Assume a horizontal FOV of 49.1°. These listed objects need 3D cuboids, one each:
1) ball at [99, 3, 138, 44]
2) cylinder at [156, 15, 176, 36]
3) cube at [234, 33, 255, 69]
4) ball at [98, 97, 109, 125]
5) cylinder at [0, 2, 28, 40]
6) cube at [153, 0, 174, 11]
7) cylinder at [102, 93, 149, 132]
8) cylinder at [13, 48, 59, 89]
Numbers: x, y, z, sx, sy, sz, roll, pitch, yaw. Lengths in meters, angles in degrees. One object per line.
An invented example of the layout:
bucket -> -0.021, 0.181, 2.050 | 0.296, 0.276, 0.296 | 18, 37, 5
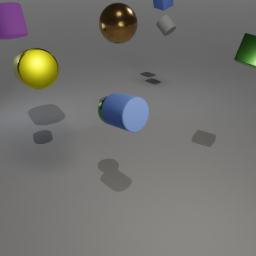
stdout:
ball -> -0.350, -3.770, 10.131 | 1.400, 1.400, 1.400 | 0, 28, 0
cylinder -> 1.812, -4.845, 13.258 | 0.700, 0.700, 0.700 | -32, 84, -44
cube -> 3.238, -1.954, 7.219 | 0.700, 0.700, 0.700 | 25, 17, 21
ball -> -0.373, -0.418, 6.706 | 0.700, 0.700, 0.700 | 0, 28, 0
cylinder -> -2.789, -2.499, 6.582 | 0.700, 0.700, 0.700 | -10, 14, 3
cube -> 1.683, -6.162, 13.421 | 0.700, 0.700, 0.700 | -36, 48, -23
cylinder -> -0.060, -0.327, 5.690 | 0.700, 0.700, 0.700 | -23, 27, -36
cylinder -> -3.375, -2.168, 10.203 | 1.400, 1.400, 1.400 | -14, 19, -24
